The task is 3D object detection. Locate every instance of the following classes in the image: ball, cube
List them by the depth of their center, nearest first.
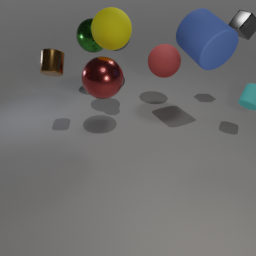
[{"bbox_3d":[-0.848,-1.666,9.352,1.400,1.400,1.400,0,30,0],"label":"ball"},{"bbox_3d":[-0.569,-3.432,9.727,1.400,1.400,1.400,0,30,0],"label":"ball"},{"bbox_3d":[4.295,-3.811,10.356,0.700,0.700,0.700,28,18,-32],"label":"cube"},{"bbox_3d":[1.542,-2.846,11.918,1.400,1.400,1.400,0,30,0],"label":"ball"},{"bbox_3d":[-1.503,-3.943,11.978,1.400,1.400,1.400,0,30,0],"label":"ball"},{"bbox_3d":[-0.592,-4.408,13.411,1.400,1.400,1.400,0,30,0],"label":"ball"}]

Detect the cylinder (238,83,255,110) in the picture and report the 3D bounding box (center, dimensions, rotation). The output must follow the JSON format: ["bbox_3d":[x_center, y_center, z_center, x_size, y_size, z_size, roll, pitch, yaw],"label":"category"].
[{"bbox_3d":[4.313,-1.080,9.732,0.700,0.700,0.700,28,-6,3],"label":"cylinder"}]

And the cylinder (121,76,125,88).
[{"bbox_3d":[-0.524,-1.834,11.193,0.700,0.700,0.700,-6,-4,-10],"label":"cylinder"}]

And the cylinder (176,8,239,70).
[{"bbox_3d":[2.457,-2.785,8.815,1.400,1.400,1.400,-15,52,-23],"label":"cylinder"}]

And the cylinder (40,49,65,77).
[{"bbox_3d":[-2.362,-2.029,8.758,0.700,0.700,0.700,3,-3,0],"label":"cylinder"}]
